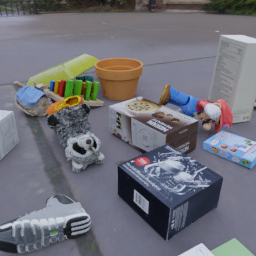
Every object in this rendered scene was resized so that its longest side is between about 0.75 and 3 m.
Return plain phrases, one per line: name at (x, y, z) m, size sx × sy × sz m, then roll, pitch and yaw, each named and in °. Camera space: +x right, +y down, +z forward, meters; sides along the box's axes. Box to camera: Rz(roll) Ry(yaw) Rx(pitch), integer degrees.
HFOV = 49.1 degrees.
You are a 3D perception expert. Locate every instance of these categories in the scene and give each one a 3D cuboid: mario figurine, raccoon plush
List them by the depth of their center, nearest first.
raccoon plush at (-1.569, 0.365, 8.940) m, size 1.358 × 1.881 × 2.808 m, roll -22°, pitch 0°, yaw -9°
mario figurine at (2.298, -0.505, 9.666) m, size 2.603 × 1.380 × 1.607 m, roll 20°, pitch 26°, yaw 6°

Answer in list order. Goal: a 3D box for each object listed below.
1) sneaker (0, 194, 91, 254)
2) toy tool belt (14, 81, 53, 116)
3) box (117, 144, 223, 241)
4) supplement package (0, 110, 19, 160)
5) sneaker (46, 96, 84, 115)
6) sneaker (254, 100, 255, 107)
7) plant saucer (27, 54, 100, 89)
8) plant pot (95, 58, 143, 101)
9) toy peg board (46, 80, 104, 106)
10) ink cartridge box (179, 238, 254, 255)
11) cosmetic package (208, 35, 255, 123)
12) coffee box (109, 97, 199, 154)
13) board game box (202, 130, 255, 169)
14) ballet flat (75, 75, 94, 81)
sneaker at (-1.865, 1.959, 6.034) m, size 1.951 × 0.732 × 1.127 m, roll -1°, pitch 21°, yaw -24°
toy tool belt at (-3.565, -1.162, 10.991) m, size 2.092 × 1.286 × 1.306 m, roll 18°, pitch 55°, yaw 30°
box at (0.936, 1.384, 6.690) m, size 1.690 × 0.966 × 1.856 m, roll -19°, pitch 34°, yaw -33°
supplement package at (-4.521, 0.257, 8.556) m, size 1.552 × 1.194 × 1.623 m, roll 4°, pitch 27°, yaw 7°
sneaker at (-2.033, -0.747, 8.829) m, size 1.286 × 0.469 × 0.496 m, roll -22°, pitch -12°, yaw 10°
sneaker at (6.521, -1.911, 11.765) m, size 2.858 × 2.065 × 1.086 m, roll -13°, pitch 32°, yaw -19°
plant saucer at (-3.190, -2.668, 13.389) m, size 2.963 × 0.710 × 2.967 m, roll -13°, pitch 20°, yaw 28°
plant pot at (-0.405, -2.209, 12.847) m, size 2.165 × 1.515 × 2.165 m, roll 0°, pitch 28°, yaw 0°
toy peg board at (-2.278, -1.670, 11.884) m, size 1.964 × 0.961 × 1.956 m, roll -3°, pitch 23°, yaw -44°
ink cartridge box at (1.739, 2.654, 4.901) m, size 1.945 × 0.466 × 1.415 m, roll -16°, pitch 32°, yaw -25°
cosmetic package at (4.037, -1.843, 10.540) m, size 1.093 × 2.991 × 1.549 m, roll -6°, pitch 30°, yaw -19°
coffee box at (0.759, -0.026, 9.206) m, size 1.517 × 1.071 × 2.684 m, roll -20°, pitch 34°, yaw -34°
board game box at (3.376, 0.616, 8.848) m, size 1.208 × 0.292 × 1.597 m, roll -25°, pitch 37°, yaw -38°
ballet flat at (-2.330, -2.637, 15.010) m, size 0.968 × 0.328 × 0.350 m, roll -9°, pitch 10°, yaw -8°
